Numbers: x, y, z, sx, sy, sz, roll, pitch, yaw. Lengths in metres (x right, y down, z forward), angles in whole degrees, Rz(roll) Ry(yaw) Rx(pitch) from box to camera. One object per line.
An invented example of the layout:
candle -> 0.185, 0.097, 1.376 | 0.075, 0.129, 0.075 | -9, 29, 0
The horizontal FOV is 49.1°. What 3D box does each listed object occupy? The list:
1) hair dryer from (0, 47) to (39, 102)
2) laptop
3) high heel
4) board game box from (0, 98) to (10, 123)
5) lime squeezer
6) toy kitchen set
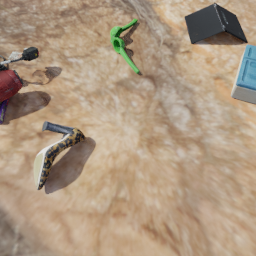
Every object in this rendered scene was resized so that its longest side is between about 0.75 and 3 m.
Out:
hair dryer -> -3.764, -1.309, 7.870 | 2.035, 0.726, 2.672 | -3, 42, 23
laptop -> 3.025, -3.464, 9.755 | 1.666, 0.965, 1.560 | 16, 52, -24
high heel -> -1.563, 0.705, 6.619 | 1.137, 0.570, 1.596 | 17, 75, -37
board game box -> -4.172, -0.555, 7.641 | 1.655, 0.267, 0.994 | -1, 51, 0
lime squeezer -> -0.143, -2.780, 9.146 | 0.944, 0.504, 2.674 | 19, 50, -25
toy kitchen set -> 4.604, -1.736, 7.128 | 2.990, 2.395, 1.761 | 18, 58, 12
